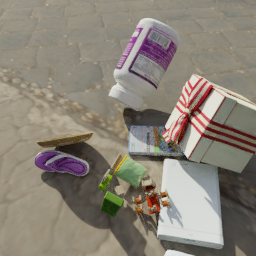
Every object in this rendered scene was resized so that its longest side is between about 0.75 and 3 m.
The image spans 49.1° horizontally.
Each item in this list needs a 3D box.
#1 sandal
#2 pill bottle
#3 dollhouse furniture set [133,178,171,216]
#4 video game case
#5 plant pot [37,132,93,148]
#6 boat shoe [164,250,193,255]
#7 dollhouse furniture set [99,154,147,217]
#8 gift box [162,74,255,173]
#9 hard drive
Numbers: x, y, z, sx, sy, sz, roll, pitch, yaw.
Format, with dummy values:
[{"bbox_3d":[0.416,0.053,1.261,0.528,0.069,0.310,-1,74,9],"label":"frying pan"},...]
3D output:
[{"bbox_3d":[-1.746,0.918,7.241,1.481,0.603,0.364,7,9,5],"label":"sandal"},{"bbox_3d":[0.455,-1.940,8.921,1.479,1.479,2.635,29,92,27],"label":"pill bottle"},{"bbox_3d":[0.561,1.639,6.607,0.820,0.422,0.811,-18,45,11],"label":"dollhouse furniture set"},{"bbox_3d":[0.818,0.354,8.230,1.565,0.139,1.120,2,42,2],"label":"video game case"},{"bbox_3d":[-1.689,0.333,7.632,1.534,0.211,1.534,-9,1,0],"label":"plant pot"},{"bbox_3d":[1.413,2.822,5.035,1.767,0.625,0.802,-3,47,32],"label":"boat shoe"},{"bbox_3d":[-0.111,1.215,6.695,0.846,0.653,1.692,29,48,5],"label":"dollhouse furniture set"},{"bbox_3d":[2.046,-0.152,7.114,1.901,1.879,2.036,17,17,-23],"label":"gift box"},{"bbox_3d":[1.477,1.694,6.670,1.376,0.274,2.086,7,45,6],"label":"hard drive"}]
